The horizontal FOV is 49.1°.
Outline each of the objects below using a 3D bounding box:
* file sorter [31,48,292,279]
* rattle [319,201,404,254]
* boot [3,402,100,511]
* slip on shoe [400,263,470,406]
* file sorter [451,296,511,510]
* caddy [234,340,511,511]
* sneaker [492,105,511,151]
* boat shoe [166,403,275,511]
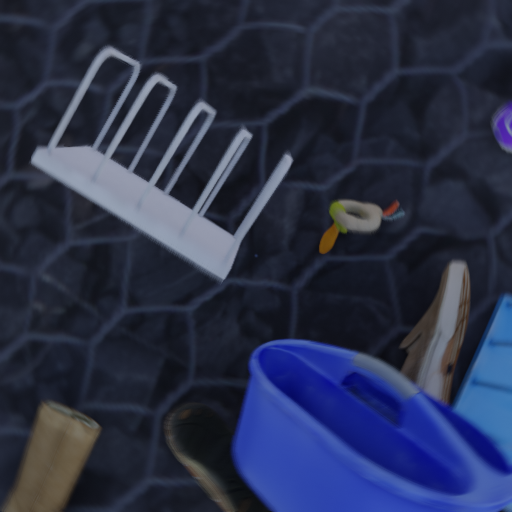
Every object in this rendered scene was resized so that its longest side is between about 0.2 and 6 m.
[{"bbox_3d":[-1.160,-1.377,8.066,2.911,2.020,1.813,31,101,-4],"label":"file sorter"},{"bbox_3d":[1.754,-0.442,9.205,1.256,0.818,0.897,-7,109,-34],"label":"rattle"},{"bbox_3d":[-2.870,3.491,8.484,1.753,0.662,2.001,22,82,3],"label":"boot"},{"bbox_3d":[2.661,1.420,8.681,0.857,1.075,2.827,9,80,31],"label":"slip on shoe"},{"bbox_3d":[4.238,2.303,8.061,2.067,1.828,2.979,27,83,4],"label":"file sorter"},{"bbox_3d":[1.376,2.272,7.177,3.635,2.570,1.908,30,108,45],"label":"caddy"},{"bbox_3d":[5.078,-2.468,9.054,2.394,1.191,0.832,-19,83,-3],"label":"sneaker"},{"bbox_3d":[-0.411,3.214,8.394,0.951,0.928,2.513,-40,93,-31],"label":"boat shoe"}]
